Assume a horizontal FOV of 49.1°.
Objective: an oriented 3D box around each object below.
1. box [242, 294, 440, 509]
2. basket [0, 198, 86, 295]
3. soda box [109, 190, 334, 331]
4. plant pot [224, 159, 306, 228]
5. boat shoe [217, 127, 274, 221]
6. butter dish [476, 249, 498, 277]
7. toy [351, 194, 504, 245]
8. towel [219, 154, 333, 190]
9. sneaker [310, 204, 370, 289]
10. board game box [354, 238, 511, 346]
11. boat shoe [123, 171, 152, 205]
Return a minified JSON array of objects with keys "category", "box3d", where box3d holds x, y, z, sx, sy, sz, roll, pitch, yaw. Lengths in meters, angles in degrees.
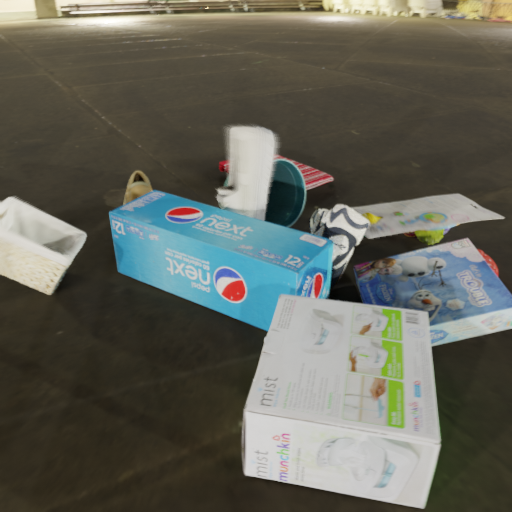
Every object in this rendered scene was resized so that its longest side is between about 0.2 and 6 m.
[{"category":"box","box3d":[1.104,1.664,7.179,2.137,1.171,2.421,5,30,9]},{"category":"basket","box3d":[-4.051,-0.155,10.049,1.562,0.963,1.059,27,27,-12]},{"category":"soda box","box3d":[-0.696,0.032,9.875,3.931,1.333,1.261,18,34,29]},{"category":"plant pot","box3d":[0.070,-1.370,12.381,1.513,1.513,1.422,-23,21,-35]},{"category":"boat shoe","box3d":[-0.294,-1.100,10.537,0.865,2.633,0.947,3,21,-18]},{"category":"butter dish","box3d":[4.005,0.201,10.253,0.922,0.682,0.920,-2,29,-3]},{"category":"toy","box3d":[3.328,-0.653,11.679,2.937,0.693,1.691,-5,25,-13]},{"category":"towel","box3d":[0.483,-2.207,14.883,1.874,0.291,2.592,-24,39,-39]},{"category":"sneaker","box3d":[1.215,-0.055,10.514,0.912,1.487,2.285,35,-8,-10]},{"category":"board game box","box3d":[2.856,0.616,9.255,2.106,0.459,2.116,-13,30,5]},{"category":"boat shoe","box3d":[-2.602,-1.198,12.440,0.866,0.921,2.418,-6,32,-17]}]
